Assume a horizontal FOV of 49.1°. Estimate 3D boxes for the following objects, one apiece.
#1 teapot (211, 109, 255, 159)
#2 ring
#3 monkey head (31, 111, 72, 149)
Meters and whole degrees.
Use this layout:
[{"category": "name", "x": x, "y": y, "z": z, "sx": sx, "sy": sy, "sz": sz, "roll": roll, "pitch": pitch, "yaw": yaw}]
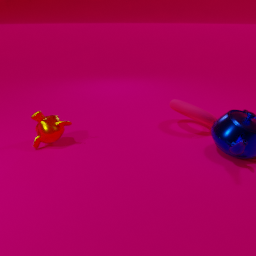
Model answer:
[{"category": "teapot", "x": 2.657, "y": 0.097, "z": 6.588, "sx": 1.285, "sy": 1.012, "sz": 2.067, "roll": 26, "pitch": 35, "yaw": 10}, {"category": "ring", "x": 1.890, "y": -0.450, "z": 8.163, "sx": 1.452, "sy": 0.290, "sz": 1.452, "roll": 24, "pitch": 4, "yaw": -2}, {"category": "monkey head", "x": -2.036, "y": -0.015, "z": 7.052, "sx": 1.156, "sy": 0.832, "sz": 0.697, "roll": -35, "pitch": 60, "yaw": 0}]
